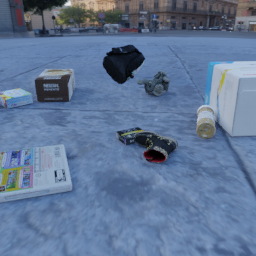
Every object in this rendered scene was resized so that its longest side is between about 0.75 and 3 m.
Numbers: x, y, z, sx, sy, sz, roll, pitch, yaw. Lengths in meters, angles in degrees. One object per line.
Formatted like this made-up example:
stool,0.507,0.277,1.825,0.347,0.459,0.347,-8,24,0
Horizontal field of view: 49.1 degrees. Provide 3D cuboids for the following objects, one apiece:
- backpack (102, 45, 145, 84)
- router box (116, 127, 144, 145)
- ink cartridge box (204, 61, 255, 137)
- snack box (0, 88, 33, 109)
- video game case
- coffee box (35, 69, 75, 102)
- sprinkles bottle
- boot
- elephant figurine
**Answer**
backpack,-0.103,-2.083,8.995,1.337,1.116,0.846,-43,7,-39
router box,0.139,0.252,9.108,0.873,0.228,0.686,-12,25,-26
ink cartridge box,4.271,-1.179,10.161,2.051,2.042,2.796,-2,23,-4
snack box,-5.142,-1.357,12.635,1.191,0.478,1.412,-19,30,-36
video game case,-2.533,1.077,7.129,1.974,0.239,2.168,-6,24,-15
coffee box,-3.516,-2.173,13.840,1.512,1.054,2.643,-2,23,-5
sprinkles bottle,2.725,-0.258,9.801,0.620,0.620,1.816,6,23,13
boot,0.674,0.543,8.118,1.360,0.498,1.024,15,26,18
elephant figurine,1.244,-2.068,13.804,1.561,1.211,1.105,-37,-2,-17
